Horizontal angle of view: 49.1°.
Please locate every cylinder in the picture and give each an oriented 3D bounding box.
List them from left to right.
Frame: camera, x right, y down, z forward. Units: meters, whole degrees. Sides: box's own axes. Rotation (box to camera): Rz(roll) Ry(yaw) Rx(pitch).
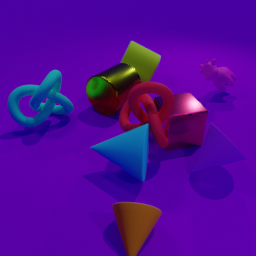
[{"bbox_3d":[-0.456,-1.308,9.331,1.378,1.378,1.378,22,40,29],"label":"cylinder"},{"bbox_3d":[0.406,-2.455,10.695,1.268,1.268,1.268,26,35,-7],"label":"cylinder"}]

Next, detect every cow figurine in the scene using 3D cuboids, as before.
[{"bbox_3d":[3.232,-1.965,10.098,1.338,0.747,1.360,49,40,-3],"label":"cow figurine"}]

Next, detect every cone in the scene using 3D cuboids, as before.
[{"bbox_3d":[-0.244,0.527,6.660,1.365,1.360,1.360,4,34,9],"label":"cone"},{"bbox_3d":[0.107,2.020,5.247,0.979,0.979,0.982,5,60,7],"label":"cone"},{"bbox_3d":[1.940,0.682,6.663,1.151,1.147,1.147,-44,38,9],"label":"cone"}]

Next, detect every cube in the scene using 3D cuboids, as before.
[{"bbox_3d":[1.417,-0.200,7.927,1.141,1.141,1.141,-8,35,-12],"label":"cube"}]

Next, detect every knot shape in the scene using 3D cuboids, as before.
[{"bbox_3d":[-2.472,-0.788,8.546,1.916,1.793,0.885,-40,63,8],"label":"knot shape"},{"bbox_3d":[0.545,-0.229,7.080,0.810,1.753,1.640,-26,85,-37],"label":"knot shape"}]
